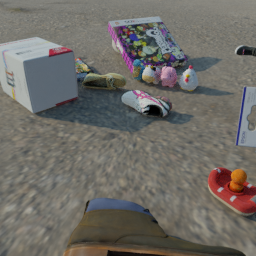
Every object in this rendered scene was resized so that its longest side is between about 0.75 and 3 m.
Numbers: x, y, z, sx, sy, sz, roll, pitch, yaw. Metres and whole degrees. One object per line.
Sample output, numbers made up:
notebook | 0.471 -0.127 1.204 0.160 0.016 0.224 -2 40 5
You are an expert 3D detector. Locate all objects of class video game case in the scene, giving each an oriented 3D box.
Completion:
video game case | 0.827 -3.711 12.345 2.641 0.522 2.913 -14 62 -22

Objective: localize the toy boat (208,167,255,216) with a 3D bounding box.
toy boat | 2.148 1.125 5.562 0.735 0.736 1.126 -23 38 -32

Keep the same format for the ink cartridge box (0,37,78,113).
ink cartridge box | -3.116 -1.886 9.439 1.737 1.729 2.390 -26 40 -35

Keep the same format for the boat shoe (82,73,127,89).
boat shoe | -0.864 -1.658 10.216 1.642 0.599 0.516 9 43 17

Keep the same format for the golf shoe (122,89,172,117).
golf shoe | 0.495 -0.760 8.715 1.657 0.602 0.763 15 35 22

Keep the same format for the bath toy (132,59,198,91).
bath toy | 1.405 -1.995 10.432 2.432 0.899 1.058 13 35 19

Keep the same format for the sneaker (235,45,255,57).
sneaker | 3.582 -2.265 8.283 0.822 0.291 0.408 -9 28 -24

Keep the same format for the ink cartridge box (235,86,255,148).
ink cartridge box | 3.196 -0.137 4.830 2.435 1.153 0.452 5 22 13

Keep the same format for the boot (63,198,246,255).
boot | 0.420 1.688 4.394 2.783 1.040 1.349 1 34 5

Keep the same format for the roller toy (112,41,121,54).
roller toy | 0.053 -4.477 13.742 1.616 1.238 1.771 -16 51 -20

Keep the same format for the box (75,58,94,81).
box | -2.292 -2.416 11.615 1.234 0.341 1.807 -14 35 -21
